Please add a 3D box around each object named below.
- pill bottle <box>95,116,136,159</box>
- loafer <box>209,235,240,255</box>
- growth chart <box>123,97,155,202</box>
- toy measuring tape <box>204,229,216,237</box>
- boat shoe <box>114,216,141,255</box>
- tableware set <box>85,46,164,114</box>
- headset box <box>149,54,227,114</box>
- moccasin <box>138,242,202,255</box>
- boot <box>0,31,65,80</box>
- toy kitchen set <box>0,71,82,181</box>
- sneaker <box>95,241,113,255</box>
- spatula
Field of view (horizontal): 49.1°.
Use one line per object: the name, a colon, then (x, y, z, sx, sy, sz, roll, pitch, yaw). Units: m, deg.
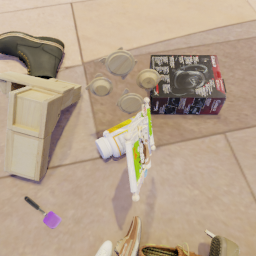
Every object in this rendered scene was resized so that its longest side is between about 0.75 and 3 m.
pill bottle: (-0.159, 0.330, 9.288, 1.754, 0.958, 0.958, -27, 62, -14)
loafer: (2.345, 3.703, 6.848, 0.685, 0.772, 2.031, 9, 91, -7)
growth chart: (0.286, 0.402, 5.994, 0.190, 1.554, 2.148, -4, 23, 17)
toy measuring tape: (2.548, 3.191, 8.005, 0.774, 0.285, 0.285, 24, 59, 40)
boat shoe: (-0.047, 3.294, 7.644, 0.663, 0.699, 1.847, 11, 57, 9)
tableware set: (-0.070, -1.179, 7.448, 1.943, 1.623, 0.225, 26, 37, -30)
headset box: (2.233, -1.637, 10.418, 2.822, 1.090, 2.100, 0, 58, -1)
moccasin: (1.311, 3.487, 7.410, 2.094, 0.808, 0.766, 14, 49, 9)
boot: (-4.121, -2.717, 11.152, 2.884, 1.117, 1.995, 2, 63, 2)
toy kitchen set: (-3.387, -0.329, 9.640, 2.425, 2.682, 2.973, 15, 20, 6)
sneaker: (-0.741, 3.556, 7.630, 0.396, 0.417, 1.036, 24, 60, 16)
spatula: (-2.631, 2.486, 8.435, 1.408, 0.145, 0.398, 31, 69, 20)
